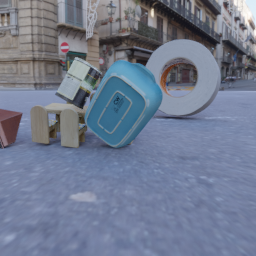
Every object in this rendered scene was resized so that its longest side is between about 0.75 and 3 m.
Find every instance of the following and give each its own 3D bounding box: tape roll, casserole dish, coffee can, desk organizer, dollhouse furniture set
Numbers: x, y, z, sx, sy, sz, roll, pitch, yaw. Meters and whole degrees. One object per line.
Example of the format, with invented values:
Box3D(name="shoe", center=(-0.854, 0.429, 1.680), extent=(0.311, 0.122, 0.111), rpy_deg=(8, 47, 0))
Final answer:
Box3D(name="tape roll", center=(2.088, -1.918, 11.056), extent=(2.926, 2.926, 0.967), rpy_deg=(4, 1, 24))
Box3D(name="casserole dish", center=(-0.200, -0.371, 5.695), extent=(1.273, 2.102, 0.408), rpy_deg=(39, 39, 3))
Box3D(name="coffee can", center=(-1.106, -0.996, 6.303), extent=(0.696, 0.951, 0.696), rpy_deg=(28, 0, 0))
Box3D(name="desk organizer", center=(-3.126, -0.060, 6.755), extent=(0.676, 0.630, 1.756), rpy_deg=(-28, 25, -38))
Box3D(name="dollhouse furniture set", center=(-0.919, -0.595, 6.809), extent=(2.307, 1.532, 2.022), rpy_deg=(6, 19, 11))
